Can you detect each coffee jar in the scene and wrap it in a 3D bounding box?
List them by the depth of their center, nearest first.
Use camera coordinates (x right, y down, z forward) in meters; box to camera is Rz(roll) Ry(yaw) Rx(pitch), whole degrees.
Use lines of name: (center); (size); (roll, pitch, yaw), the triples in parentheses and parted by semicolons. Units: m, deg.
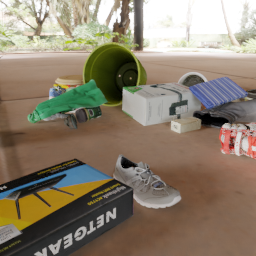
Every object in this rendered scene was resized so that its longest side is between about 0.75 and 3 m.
coffee jar: (-1.451, -0.537, 10.262); (0.445, 0.544, 1.043); (-12, 9, 36)

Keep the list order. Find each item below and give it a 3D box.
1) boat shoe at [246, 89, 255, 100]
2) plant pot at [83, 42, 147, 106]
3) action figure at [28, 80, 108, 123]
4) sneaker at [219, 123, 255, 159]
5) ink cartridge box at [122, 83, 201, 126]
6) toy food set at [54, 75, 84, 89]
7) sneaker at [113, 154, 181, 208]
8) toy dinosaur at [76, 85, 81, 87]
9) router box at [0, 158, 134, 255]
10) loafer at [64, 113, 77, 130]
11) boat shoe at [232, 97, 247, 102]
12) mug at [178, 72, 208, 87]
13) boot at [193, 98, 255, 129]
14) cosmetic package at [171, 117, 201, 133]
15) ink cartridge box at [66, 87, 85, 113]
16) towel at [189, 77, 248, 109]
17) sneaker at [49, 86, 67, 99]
boat shoe: (6.786, -1.727, 13.305); (2.404, 0.724, 0.857); (0, 31, 7)
plant pot: (-0.302, -2.390, 13.146); (2.692, 2.692, 2.592); (7, 8, 20)
action figure: (-2.319, -0.832, 10.341); (2.797, 0.765, 1.652); (-21, 42, -16)
sneaker: (3.095, 0.507, 6.709); (1.476, 0.919, 2.754); (0, 15, 3)
ink cartridge box: (1.287, -1.005, 10.766); (2.509, 1.042, 1.839); (-9, 24, -26)
toy food set: (-3.045, -2.715, 16.542); (2.446, 0.601, 2.471); (12, 22, 32)
sneaker: (0.287, 1.022, 5.511); (1.662, 0.682, 0.621); (17, 25, 40)
toy dinosaur: (-2.249, -1.512, 12.516); (1.094, 0.589, 2.481); (-36, 0, 1)
router box: (-1.339, 1.351, 4.653); (1.777, 0.608, 2.383); (18, 26, 42)
loafer: (-1.981, -0.171, 9.531); (0.418, 0.477, 1.328); (-23, 15, -5)
boat shoe: (4.640, -1.402, 12.175); (0.836, 1.009, 2.809); (-2, 13, 5)
mug: (3.235, -1.800, 13.356); (1.428, 1.900, 2.141); (-33, 5, 19)
boot: (3.742, -0.392, 9.600); (2.660, 0.928, 1.751); (1, 18, 38)
cosmetic package: (1.940, -0.111, 9.366); (0.921, 0.336, 0.477); (-13, 23, -30)
ink cartridge box: (-2.076, -1.139, 11.377); (0.710, 0.977, 0.428); (3, 16, 12)
towel: (3.249, -1.306, 10.130); (1.761, 0.210, 1.275); (-17, 48, -19)
sneaker: (-3.349, -1.758, 13.740); (0.603, 0.613, 1.592); (2, 18, 10)
